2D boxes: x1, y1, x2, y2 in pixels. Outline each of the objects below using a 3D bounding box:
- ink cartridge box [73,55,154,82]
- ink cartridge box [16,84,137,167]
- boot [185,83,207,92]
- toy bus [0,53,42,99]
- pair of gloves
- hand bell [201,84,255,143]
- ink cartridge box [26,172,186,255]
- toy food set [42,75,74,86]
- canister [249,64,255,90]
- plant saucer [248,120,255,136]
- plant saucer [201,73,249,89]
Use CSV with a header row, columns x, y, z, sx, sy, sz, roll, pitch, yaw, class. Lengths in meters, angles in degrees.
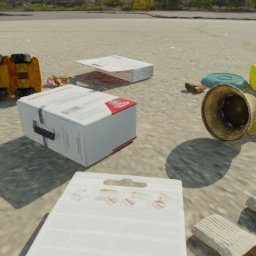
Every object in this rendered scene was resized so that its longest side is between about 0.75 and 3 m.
x,y,z,sx,sy,sz,roll,pitch,yaw,class
-0.686,-2.729,12.933,2.542,0.645,2.885,-19,31,-36,ink cartridge box
-1.303,-0.228,7.193,2.555,1.070,1.844,20,32,35,ink cartridge box
2.675,-1.640,11.078,0.587,0.290,0.756,-17,30,-32,boot
-4.476,-1.931,10.576,2.325,1.578,2.232,-5,10,-15,toy bus
2.247,1.622,4.171,2.045,0.359,1.739,-12,28,-25,pair of gloves
3.543,-0.635,7.709,2.860,1.489,1.489,-14,29,-32,hand bell
-0.193,1.580,4.051,1.990,0.588,2.486,3,24,8,ink cartridge box
-2.970,-1.966,11.708,1.294,0.204,0.822,5,38,13,toy food set
6.091,-1.991,11.086,2.170,0.939,1.612,4,26,11,canister
4.514,-0.238,7.938,1.955,0.474,1.955,11,28,21,plant saucer
4.142,-2.054,11.991,1.953,0.268,1.953,-1,26,0,plant saucer
